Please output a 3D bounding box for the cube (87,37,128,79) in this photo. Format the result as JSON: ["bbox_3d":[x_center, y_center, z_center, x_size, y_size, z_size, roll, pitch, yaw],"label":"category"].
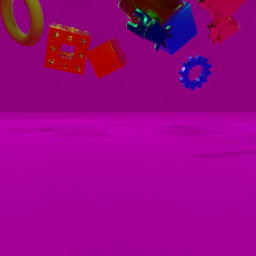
[{"bbox_3d":[-0.772,-2.639,10.526,1.067,1.067,1.067,-22,16,19],"label":"cube"}]

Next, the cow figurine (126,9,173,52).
[{"bbox_3d":[0.561,-2.289,6.638,1.184,0.661,1.204,37,16,10],"label":"cow figurine"}]

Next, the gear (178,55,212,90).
[{"bbox_3d":[2.426,-1.994,10.112,1.233,1.233,0.228,-1,30,-21],"label":"gear"}]

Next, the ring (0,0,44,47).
[{"bbox_3d":[-3.267,-3.444,8.540,1.881,1.881,0.376,3,24,39],"label":"ring"}]

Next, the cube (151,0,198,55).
[{"bbox_3d":[1.404,-3.495,9.523,1.231,1.231,1.231,45,-6,42],"label":"cube"}]

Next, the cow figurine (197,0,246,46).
[{"bbox_3d":[2.069,-2.706,6.449,1.465,0.804,1.442,10,-46,-28],"label":"cow figurine"}]

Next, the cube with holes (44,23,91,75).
[{"bbox_3d":[-1.394,-1.839,6.479,0.876,0.876,0.876,10,23,-14],"label":"cube with holes"}]

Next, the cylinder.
[{"bbox_3d":[0.639,-3.376,7.756,1.313,1.313,1.313,-45,2,2],"label":"cylinder"}]
